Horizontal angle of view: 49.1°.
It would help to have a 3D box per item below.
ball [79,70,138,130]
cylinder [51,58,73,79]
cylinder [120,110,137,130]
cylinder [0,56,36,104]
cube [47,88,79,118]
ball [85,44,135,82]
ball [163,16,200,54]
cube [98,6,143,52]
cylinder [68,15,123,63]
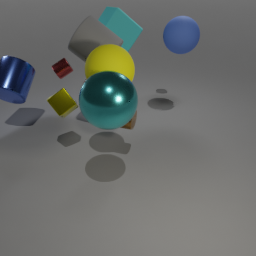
[{"bbox_3d":[-0.462,-0.656,6.653,1.400,1.400,1.400,0,29,0],"label":"ball"},{"bbox_3d":[-2.901,-2.641,12.420,0.700,0.700,0.700,-34,33,1],"label":"cylinder"},{"bbox_3d":[-0.134,-0.343,9.125,0.700,0.700,0.700,11,31,14],"label":"cylinder"},{"bbox_3d":[-4.563,-1.873,11.098,1.400,1.400,1.400,7,70,12],"label":"cylinder"},{"bbox_3d":[-2.184,-0.826,9.453,0.700,0.700,0.700,-38,0,-5],"label":"cube"},{"bbox_3d":[-0.512,-1.632,7.890,1.400,1.400,1.400,0,29,0],"label":"ball"},{"bbox_3d":[2.059,-3.576,10.816,1.400,1.400,1.400,0,29,0],"label":"ball"},{"bbox_3d":[-0.525,-4.029,11.723,1.400,1.400,1.400,30,9,-32],"label":"cube"},{"bbox_3d":[-1.109,-2.866,9.678,1.400,1.400,1.400,37,30,-8],"label":"cylinder"}]
